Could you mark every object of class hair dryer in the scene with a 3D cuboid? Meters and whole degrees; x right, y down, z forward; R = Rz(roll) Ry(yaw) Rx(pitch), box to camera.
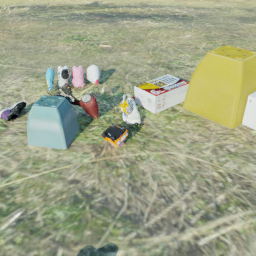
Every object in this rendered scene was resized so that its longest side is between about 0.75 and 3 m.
[{"bbox_3d":[-1.898,-1.066,10.833,1.700,2.232,0.606,3,61,55],"label":"hair dryer"}]

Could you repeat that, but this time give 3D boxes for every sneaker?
[{"bbox_3d":[-4.625,-0.647,11.613,0.561,0.485,1.281,33,42,13],"label":"sneaker"},{"bbox_3d":[0.082,-0.763,11.425,0.684,0.738,1.822,-7,35,-13],"label":"sneaker"}]

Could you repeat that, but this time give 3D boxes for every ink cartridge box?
[{"bbox_3d":[1.367,-1.658,12.656,2.108,0.884,1.851,-24,39,-32],"label":"ink cartridge box"}]

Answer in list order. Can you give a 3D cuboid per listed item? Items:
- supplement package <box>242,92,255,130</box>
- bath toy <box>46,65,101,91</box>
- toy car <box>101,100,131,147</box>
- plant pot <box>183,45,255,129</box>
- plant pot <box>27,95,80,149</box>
[{"bbox_3d":[5.726,-0.819,10.947,2.229,1.308,1.303,-24,40,-33],"label":"supplement package"},{"bbox_3d":[-2.589,-2.420,13.790,2.681,1.166,0.991,-10,68,-22],"label":"bath toy"},{"bbox_3d":[-0.094,-0.113,10.129,1.054,0.715,2.148,-2,41,38],"label":"toy car"},{"bbox_3d":[4.065,-1.906,11.516,2.490,2.547,2.474,-28,42,-35],"label":"plant pot"},{"bbox_3d":[-2.719,-0.324,10.021,1.466,1.498,1.470,5,33,9],"label":"plant pot"}]
